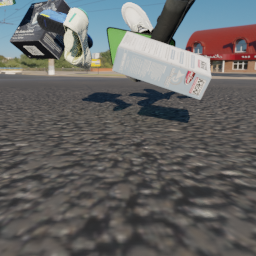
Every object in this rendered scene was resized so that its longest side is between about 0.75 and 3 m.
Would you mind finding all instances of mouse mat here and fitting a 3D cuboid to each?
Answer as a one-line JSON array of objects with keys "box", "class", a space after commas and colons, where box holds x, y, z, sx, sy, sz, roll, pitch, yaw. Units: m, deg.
[{"box": [0.526, -3.066, 11.577, 2.817, 0.106, 2.267, 16, -28, 12], "class": "mouse mat"}]

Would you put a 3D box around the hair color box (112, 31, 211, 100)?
[{"box": [0.773, -1.417, 6.248, 2.026, 0.614, 1.003, 18, 39, 0], "class": "hair color box"}]

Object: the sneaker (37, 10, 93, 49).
[{"box": [-1.500, -2.594, 7.160, 1.679, 0.553, 0.658, 30, 52, 13], "class": "sneaker"}]

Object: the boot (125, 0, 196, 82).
[{"box": [1.004, -3.037, 9.270, 0.900, 2.742, 2.260, 37, 46, 2], "class": "boot"}]

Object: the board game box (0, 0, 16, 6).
[{"box": [-3.626, -3.937, 7.425, 0.891, 1.324, 0.193, -4, 33, 9], "class": "board game box"}]

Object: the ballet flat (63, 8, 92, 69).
[{"box": [-1.201, -1.836, 6.335, 0.643, 0.643, 1.853, -2, -25, -8], "class": "ballet flat"}]

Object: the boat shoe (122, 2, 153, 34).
[{"box": [0.567, -3.992, 11.478, 0.895, 2.486, 0.852, -27, 15, 15], "class": "boat shoe"}]

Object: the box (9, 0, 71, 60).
[{"box": [-2.635, -3.098, 8.889, 1.577, 1.603, 0.941, 11, -19, 35], "class": "box"}]
